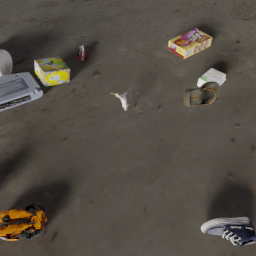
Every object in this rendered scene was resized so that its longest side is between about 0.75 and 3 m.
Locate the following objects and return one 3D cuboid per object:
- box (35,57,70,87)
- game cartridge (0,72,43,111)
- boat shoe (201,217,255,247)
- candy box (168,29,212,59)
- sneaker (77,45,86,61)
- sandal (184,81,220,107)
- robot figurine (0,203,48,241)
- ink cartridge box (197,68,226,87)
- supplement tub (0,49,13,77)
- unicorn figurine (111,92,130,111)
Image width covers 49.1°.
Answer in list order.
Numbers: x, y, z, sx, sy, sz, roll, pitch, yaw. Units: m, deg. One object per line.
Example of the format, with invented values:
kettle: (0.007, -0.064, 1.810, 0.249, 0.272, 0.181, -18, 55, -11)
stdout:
box: (-3.165, -2.375, 11.705, 1.118, 0.682, 1.077, -17, 48, -31)
game cartridge: (-4.854, -1.426, 11.054, 2.500, 0.511, 1.664, -24, 55, -25)
boat shoe: (2.652, 2.727, 7.266, 1.386, 0.517, 0.642, -5, 40, -6)
candy box: (3.006, -4.090, 13.535, 1.890, 0.534, 1.103, -30, 55, -23)
sneaker: (-2.203, -3.522, 13.109, 0.367, 0.396, 0.982, -8, 48, -4)
sandal: (2.338, -1.010, 8.458, 1.743, 0.712, 0.476, -14, 15, -41)
robot figurine: (-2.844, 2.549, 7.525, 1.387, 0.404, 1.006, -4, 48, -3)
ink cartridge box: (3.576, -2.066, 11.747, 0.728, 0.419, 1.244, 35, 56, 27)
supplement tub: (-5.935, -2.727, 11.814, 1.688, 1.224, 1.224, 6, 48, 6)
unicorn figurine: (-0.175, -1.050, 10.221, 0.333, 0.903, 0.620, -19, 19, 29)
